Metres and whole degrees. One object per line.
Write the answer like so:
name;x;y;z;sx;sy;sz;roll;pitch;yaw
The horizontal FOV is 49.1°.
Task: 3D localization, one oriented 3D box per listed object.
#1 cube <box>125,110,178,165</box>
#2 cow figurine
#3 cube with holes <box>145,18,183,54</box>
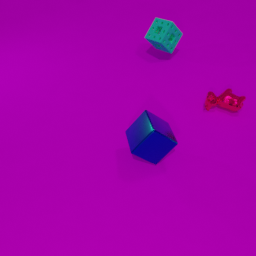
cube;0.501;0.209;6.193;0.751;0.751;0.751;28;28;-30
cow figurine;2.561;-0.701;7.501;0.924;0.515;0.939;-32;52;-32
cube with holes;1.133;-2.925;8.884;0.716;0.716;0.716;33;96;40
